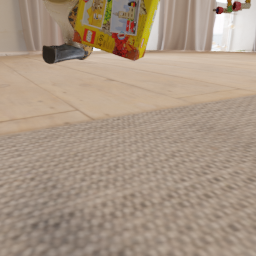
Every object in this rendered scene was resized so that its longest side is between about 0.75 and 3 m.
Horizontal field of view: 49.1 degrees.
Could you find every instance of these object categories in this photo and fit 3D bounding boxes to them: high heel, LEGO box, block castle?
[{"bbox_3d":[-0.885,-2.295,5.265,0.769,2.154,1.535,28,28,12],"label":"high heel"},{"bbox_3d":[-0.125,-1.937,4.301,1.107,1.486,0.573,20,24,9],"label":"LEGO box"},{"bbox_3d":[3.283,-4.209,8.942,0.703,1.002,1.499,-3,17,-5],"label":"block castle"}]
